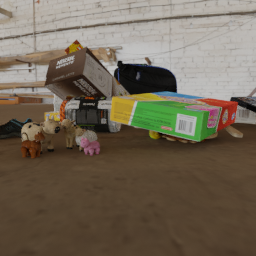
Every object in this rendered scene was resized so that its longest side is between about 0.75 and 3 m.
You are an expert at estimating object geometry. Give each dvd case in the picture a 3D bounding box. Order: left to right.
[{"bbox_3d":[5.453,-0.588,10.168,2.034,0.250,2.851,-5,27,-33],"label":"dvd case"}]

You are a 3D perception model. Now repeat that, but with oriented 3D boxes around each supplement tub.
[{"bbox_3d":[-1.137,-0.423,8.765,1.801,1.103,1.103,1,6,6],"label":"supplement tub"}]

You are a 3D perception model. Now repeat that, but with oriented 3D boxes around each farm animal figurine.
[{"bbox_3d":[-1.344,0.109,5.581,1.485,0.747,1.199,-2,7,-19],"label":"farm animal figurine"}]

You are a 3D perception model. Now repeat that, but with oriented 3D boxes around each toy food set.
[{"bbox_3d":[1.415,0.111,7.277,2.677,0.537,1.848,5,14,1],"label":"toy food set"}]

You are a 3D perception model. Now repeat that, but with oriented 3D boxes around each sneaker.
[{"bbox_3d":[-3.211,0.003,7.559,1.289,0.528,0.472,-4,8,-30],"label":"sneaker"}]

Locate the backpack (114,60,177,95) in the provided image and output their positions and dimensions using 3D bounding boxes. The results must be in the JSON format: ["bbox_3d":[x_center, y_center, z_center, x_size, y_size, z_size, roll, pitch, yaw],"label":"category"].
[{"bbox_3d":[0.749,-1.696,13.293,2.886,2.641,2.121,0,3,-12],"label":"backpack"}]

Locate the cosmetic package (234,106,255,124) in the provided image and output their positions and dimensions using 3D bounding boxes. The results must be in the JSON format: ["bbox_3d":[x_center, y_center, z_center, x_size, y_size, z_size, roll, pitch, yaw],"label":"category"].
[{"bbox_3d":[5.481,-0.613,12.073,2.084,0.743,1.057,-5,8,-41],"label":"cosmetic package"}]

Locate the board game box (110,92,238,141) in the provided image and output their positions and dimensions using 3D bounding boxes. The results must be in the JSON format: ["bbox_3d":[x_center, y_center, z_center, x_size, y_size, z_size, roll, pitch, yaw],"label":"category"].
[{"bbox_3d":[1.283,-0.430,7.037,2.203,0.581,2.879,14,16,31],"label":"board game box"}]

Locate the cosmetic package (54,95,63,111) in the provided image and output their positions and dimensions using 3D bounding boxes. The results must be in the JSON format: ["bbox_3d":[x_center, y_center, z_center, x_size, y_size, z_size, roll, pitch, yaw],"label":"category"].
[{"bbox_3d":[-2.749,-1.451,15.546,2.601,1.055,1.468,-1,47,-12],"label":"cosmetic package"}]

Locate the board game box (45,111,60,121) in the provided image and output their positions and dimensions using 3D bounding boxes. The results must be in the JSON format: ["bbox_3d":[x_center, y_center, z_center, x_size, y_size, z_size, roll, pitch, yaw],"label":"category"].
[{"bbox_3d":[-2.849,-0.594,13.567,1.868,0.377,1.430,1,6,12],"label":"board game box"}]

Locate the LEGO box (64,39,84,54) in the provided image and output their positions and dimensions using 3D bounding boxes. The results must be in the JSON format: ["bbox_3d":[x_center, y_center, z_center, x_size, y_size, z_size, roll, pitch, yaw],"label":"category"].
[{"bbox_3d":[-1.871,-2.817,12.078,0.708,1.836,1.367,-40,18,0],"label":"LEGO box"}]

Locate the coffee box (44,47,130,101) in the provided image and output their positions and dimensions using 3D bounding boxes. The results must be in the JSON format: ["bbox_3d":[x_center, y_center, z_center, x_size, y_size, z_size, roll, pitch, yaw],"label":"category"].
[{"bbox_3d":[-1.250,-1.270,9.555,1.576,1.099,2.756,-11,-32,26],"label":"coffee box"}]
